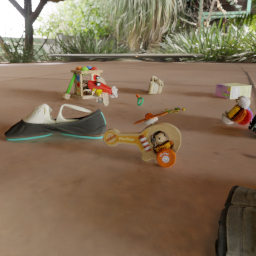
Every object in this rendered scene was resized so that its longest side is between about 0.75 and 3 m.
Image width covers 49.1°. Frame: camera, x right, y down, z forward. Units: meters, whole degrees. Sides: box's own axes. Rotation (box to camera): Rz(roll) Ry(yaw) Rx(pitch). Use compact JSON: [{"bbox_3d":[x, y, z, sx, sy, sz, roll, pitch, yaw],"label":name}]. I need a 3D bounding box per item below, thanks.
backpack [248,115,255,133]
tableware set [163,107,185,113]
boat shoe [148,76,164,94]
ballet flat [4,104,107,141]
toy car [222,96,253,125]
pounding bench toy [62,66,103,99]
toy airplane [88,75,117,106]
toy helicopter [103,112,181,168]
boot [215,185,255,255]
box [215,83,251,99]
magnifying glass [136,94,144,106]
[{"bbox_3d":[3.955,-0.394,7.408,0.995,1.322,1.173,29,26,19],"label":"backpack"},{"bbox_3d":[1.763,-0.693,10.554,0.810,0.124,0.546,-5,17,-19],"label":"tableware set"},{"bbox_3d":[1.510,-2.228,14.795,0.719,0.798,2.213,10,20,5],"label":"boat shoe"},{"bbox_3d":[-1.893,-0.183,7.376,2.634,0.901,0.896,-2,12,-6],"label":"ballet flat"},{"bbox_3d":[3.510,-0.459,8.746,0.780,0.911,1.041,42,30,14],"label":"toy car"},{"bbox_3d":[-2.250,-2.172,13.271,1.851,1.444,1.150,-12,20,-36],"label":"pounding bench toy"},{"bbox_3d":[-1.064,-1.527,11.643,0.894,1.261,1.267,-40,0,29],"label":"toy airplane"},{"bbox_3d":[0.278,0.159,5.851,1.648,1.090,0.650,3,16,12],"label":"toy helicopter"},{"bbox_3d":[2.248,0.950,3.583,1.831,0.949,2.802,4,14,34],"label":"boot"},{"bbox_3d":[5.075,-1.802,13.534,1.229,0.594,1.081,-6,17,-21],"label":"box"},{"bbox_3d":[0.472,-1.201,11.709,0.103,0.365,0.916,26,21,-23],"label":"magnifying glass"}]
